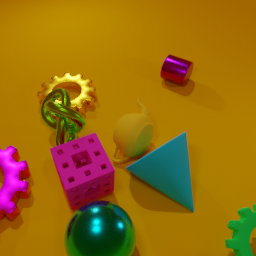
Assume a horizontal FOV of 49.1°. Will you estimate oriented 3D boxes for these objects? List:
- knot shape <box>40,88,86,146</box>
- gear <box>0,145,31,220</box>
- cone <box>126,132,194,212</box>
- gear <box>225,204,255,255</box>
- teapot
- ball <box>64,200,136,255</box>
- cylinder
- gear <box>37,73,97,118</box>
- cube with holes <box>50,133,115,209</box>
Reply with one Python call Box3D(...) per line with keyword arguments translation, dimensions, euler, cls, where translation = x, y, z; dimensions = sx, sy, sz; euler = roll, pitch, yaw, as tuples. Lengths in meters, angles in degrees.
Box3D(translation=(-1.583, -0.285, 6.563), dimensions=(0.718, 1.553, 1.454), euler=(-20, 59, -24), cls="knot shape")
Box3D(translation=(-3.171, 1.207, 5.917), dimensions=(2.085, 0.386, 2.085), euler=(5, 53, -7), cls="gear")
Box3D(translation=(0.989, 1.122, 5.983), dimensions=(1.518, 1.518, 1.524), euler=(-29, 82, -22), cls="cone")
Box3D(translation=(2.400, 2.029, 4.892), dimensions=(1.337, 0.247, 1.337), euler=(2, 71, -6), cls="gear")
Box3D(translation=(0.096, 0.068, 6.635), dimensions=(0.835, 1.061, 1.706), euler=(25, 87, 29), cls="teapot")
Box3D(translation=(-0.488, 1.935, 4.967), dimensions=(1.262, 1.262, 1.262), euler=(0, 50, 0), cls="ball")
Box3D(translation=(1.460, -1.719, 8.349), dimensions=(0.754, 0.754, 0.754), euler=(25, 54, 19), cls="cylinder")
Box3D(translation=(-1.728, -0.941, 7.994), dimensions=(1.604, 0.297, 1.604), euler=(0, 50, 0), cls="gear")
Box3D(translation=(-0.928, 0.895, 5.838), dimensions=(0.979, 0.979, 0.979), euler=(-20, 57, -18), cls="cube with holes")
